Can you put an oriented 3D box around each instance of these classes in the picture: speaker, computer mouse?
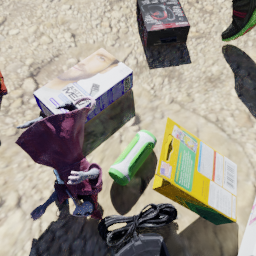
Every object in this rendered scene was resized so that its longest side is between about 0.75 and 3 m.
[{"bbox_3d":[0.141,0.765,7.431,0.671,0.671,1.517,31,63,17],"label":"speaker"},{"bbox_3d":[0.527,3.133,6.050,1.948,0.741,2.813,-12,49,-7],"label":"computer mouse"}]

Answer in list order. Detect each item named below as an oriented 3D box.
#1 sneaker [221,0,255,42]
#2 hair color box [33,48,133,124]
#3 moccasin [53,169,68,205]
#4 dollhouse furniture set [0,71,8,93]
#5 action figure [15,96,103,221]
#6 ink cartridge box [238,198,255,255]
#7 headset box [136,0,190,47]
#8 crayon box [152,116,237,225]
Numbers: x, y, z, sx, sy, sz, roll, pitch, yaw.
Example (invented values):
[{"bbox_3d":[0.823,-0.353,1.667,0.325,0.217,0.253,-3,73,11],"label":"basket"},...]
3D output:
[{"bbox_3d":[3.791,-3.806,8.944,1.005,2.618,1.097,-32,78,-27],"label":"sneaker"},{"bbox_3d":[-1.275,-1.153,8.478,2.669,0.865,1.459,-40,66,-23],"label":"hair color box"},{"bbox_3d":[-1.735,1.493,7.175,0.358,0.423,1.051,-4,45,-18],"label":"moccasin"},{"bbox_3d":[-5.302,-1.477,8.265,2.868,1.543,1.166,-23,62,-13],"label":"dollhouse furniture set"},{"bbox_3d":[-1.313,0.901,6.504,2.753,1.844,2.050,62,31,-7],"label":"action figure"},{"bbox_3d":[3.843,2.231,6.287,1.876,1.099,2.595,25,63,14],"label":"ink cartridge box"},{"bbox_3d":[1.230,-3.843,10.115,1.549,0.782,2.084,-9,60,-6],"label":"headset box"},{"bbox_3d":[1.400,0.962,6.089,2.295,0.592,1.443,33,51,-22],"label":"crayon box"}]
